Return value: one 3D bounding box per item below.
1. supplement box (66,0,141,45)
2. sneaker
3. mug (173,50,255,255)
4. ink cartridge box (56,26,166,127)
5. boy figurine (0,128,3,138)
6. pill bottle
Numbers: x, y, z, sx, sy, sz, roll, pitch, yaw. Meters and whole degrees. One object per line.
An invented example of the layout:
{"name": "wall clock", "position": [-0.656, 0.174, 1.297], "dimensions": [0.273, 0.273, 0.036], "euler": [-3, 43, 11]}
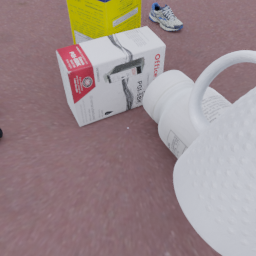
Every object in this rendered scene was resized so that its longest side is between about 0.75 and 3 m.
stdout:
{"name": "supplement box", "position": [-0.641, -2.993, 8.311], "dimensions": [1.529, 2.809, 1.538], "euler": [31, 55, 25]}
{"name": "sneaker", "position": [1.463, -4.365, 10.932], "dimensions": [0.657, 0.726, 1.705], "euler": [-34, 57, -26]}
{"name": "mug", "position": [1.800, 0.118, 3.652], "dimensions": [1.890, 2.245, 2.561], "euler": [-7, 53, -42]}
{"name": "ink cartridge box", "position": [-0.382, -1.374, 7.495], "dimensions": [2.572, 1.887, 1.066], "euler": [-20, 51, -16]}
{"name": "boy figurine", "position": [-3.920, 0.134, 7.160], "dimensions": [1.307, 0.421, 0.813], "euler": [6, 51, 2]}
{"name": "pill bottle", "position": [1.677, 0.035, 6.367], "dimensions": [1.711, 1.711, 2.993], "euler": [-24, 53, -20]}
